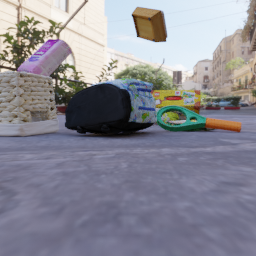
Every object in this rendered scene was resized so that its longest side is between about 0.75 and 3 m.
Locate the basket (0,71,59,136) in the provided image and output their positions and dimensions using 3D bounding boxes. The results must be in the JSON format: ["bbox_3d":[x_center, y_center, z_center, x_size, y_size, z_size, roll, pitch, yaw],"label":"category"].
[{"bbox_3d":[-3.569,-0.673,8.011,2.695,1.662,1.827,2,4,18],"label":"basket"}]

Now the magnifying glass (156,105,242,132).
[{"bbox_3d":[2.176,-0.221,8.845,2.622,0.294,1.043,10,47,14],"label":"magnifying glass"}]

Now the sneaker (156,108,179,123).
[{"bbox_3d":[1.500,-0.430,13.005,1.677,0.635,0.881,10,-21,-22],"label":"sneaker"}]

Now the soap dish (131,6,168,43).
[{"bbox_3d":[0.750,-3.684,10.032,0.577,1.118,1.421,-32,39,-18],"label":"soap dish"}]

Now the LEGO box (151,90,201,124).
[{"bbox_3d":[2.247,-0.988,13.613,2.421,0.934,1.803,1,-25,12],"label":"LEGO box"}]

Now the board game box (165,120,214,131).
[{"bbox_3d":[2.130,-0.111,10.189,1.310,0.293,2.501,0,4,0],"label":"board game box"}]

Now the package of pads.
[{"bbox_3d":[-3.322,-2.683,11.198,1.223,2.030,0.768,18,-29,39],"label":"package of pads"}]

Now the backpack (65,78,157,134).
[{"bbox_3d":[-0.184,-0.586,7.828,2.055,1.937,2.519,-8,-16,36],"label":"backpack"}]
